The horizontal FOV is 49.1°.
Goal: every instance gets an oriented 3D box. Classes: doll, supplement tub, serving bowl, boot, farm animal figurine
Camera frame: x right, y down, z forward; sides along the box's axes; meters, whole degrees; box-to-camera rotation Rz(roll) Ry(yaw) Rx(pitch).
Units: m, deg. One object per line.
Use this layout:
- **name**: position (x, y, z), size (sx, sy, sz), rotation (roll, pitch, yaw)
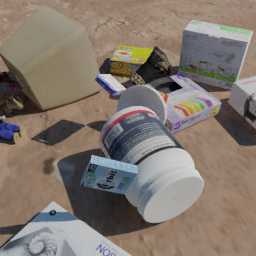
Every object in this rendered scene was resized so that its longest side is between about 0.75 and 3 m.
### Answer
- **doll**: position (-4.670, 0.048, 9.945), size (1.859, 0.450, 1.268), rotation (13, 43, 14)
- **supplement tub**: position (0.554, 0.916, 7.844), size (2.009, 2.009, 2.863), rotation (-17, 45, -18)
- **serving bowl**: position (0.550, -0.580, 9.723), size (1.847, 1.847, 0.608), rotation (23, 23, 23)
- **boot**: position (1.014, -2.317, 11.970), size (0.835, 2.281, 1.717), rotation (44, 94, 16)
- **farm animal figurine**: position (-4.949, -1.151, 10.948), size (1.931, 1.018, 1.953), rotation (-28, 54, -11)

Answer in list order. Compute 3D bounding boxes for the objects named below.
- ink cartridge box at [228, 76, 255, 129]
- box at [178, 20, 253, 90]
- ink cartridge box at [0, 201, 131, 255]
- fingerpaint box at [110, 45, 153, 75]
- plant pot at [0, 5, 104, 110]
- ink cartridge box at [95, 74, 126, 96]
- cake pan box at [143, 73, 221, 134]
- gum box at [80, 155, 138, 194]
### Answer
- **ink cartridge box**: position (5.319, -0.821, 10.427), size (1.850, 1.067, 2.550), rotation (-14, 44, -15)
- **box**: position (3.639, -3.138, 12.066), size (2.592, 2.287, 1.253), rotation (19, 46, 21)
- **ink cartridge box**: position (-1.682, 3.393, 6.187), size (2.849, 0.579, 2.854), rotation (24, 48, 24)
- **fingerpaint box**: position (0.278, -3.191, 13.300), size (1.901, 0.697, 1.586), rotation (9, 42, 11)
- **plant pot**: position (-3.159, -2.531, 11.140), size (2.655, 2.998, 2.995), rotation (-39, 54, -20)
- **ink cartridge box**: position (-0.571, -1.381, 8.955), size (0.776, 0.273, 1.301), rotation (43, 16, 4)
- **cake pan box**: position (1.872, -1.078, 11.030), size (2.403, 0.682, 2.609), rotation (-19, 46, -23)
- **gum box**: position (-0.424, 1.052, 6.142), size (1.038, 0.882, 0.231), rotation (16, 43, -14)
